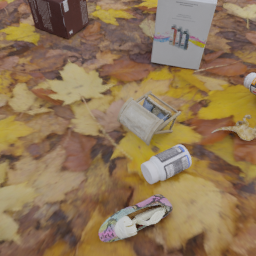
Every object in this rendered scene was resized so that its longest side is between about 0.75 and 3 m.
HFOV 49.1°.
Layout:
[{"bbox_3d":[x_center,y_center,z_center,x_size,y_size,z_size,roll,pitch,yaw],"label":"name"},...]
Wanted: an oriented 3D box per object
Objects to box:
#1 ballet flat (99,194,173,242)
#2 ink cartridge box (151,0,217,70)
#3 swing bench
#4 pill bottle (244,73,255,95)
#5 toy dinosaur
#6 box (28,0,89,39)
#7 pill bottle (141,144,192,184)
[{"bbox_3d":[0.205,1.948,5.945,1.708,0.590,0.608,-22,14,-20],"label":"ballet flat"},{"bbox_3d":[1.896,-3.610,9.685,1.787,2.471,1.795,12,50,7],"label":"ink cartridge box"},{"bbox_3d":[0.565,-0.309,7.690,1.201,0.783,1.207,38,39,27],"label":"swing bench"},{"bbox_3d":[3.921,-1.196,8.128,0.605,0.605,1.039,-20,38,-16],"label":"pill bottle"},{"bbox_3d":[3.215,0.025,7.822,1.558,0.453,0.788,18,52,16],"label":"toy dinosaur"},{"bbox_3d":[-2.807,-4.836,11.382,1.822,1.512,1.496,25,53,20],"label":"box"},{"bbox_3d":[0.935,0.903,6.916,1.133,0.644,0.644,-22,52,-19],"label":"pill bottle"}]
